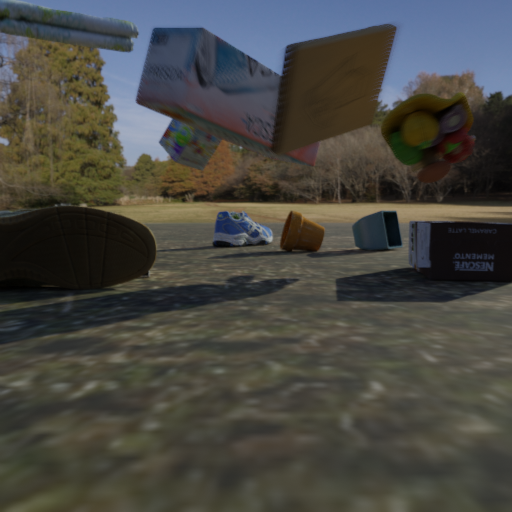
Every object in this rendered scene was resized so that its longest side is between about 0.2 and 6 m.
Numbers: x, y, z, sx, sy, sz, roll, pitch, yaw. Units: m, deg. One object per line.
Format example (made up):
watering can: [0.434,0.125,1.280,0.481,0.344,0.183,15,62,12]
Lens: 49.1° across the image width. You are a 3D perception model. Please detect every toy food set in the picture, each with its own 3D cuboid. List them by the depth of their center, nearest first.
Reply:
toy food set: [3.170,-1.908,9.825,1.477,0.820,2.511,-24,-24,24]

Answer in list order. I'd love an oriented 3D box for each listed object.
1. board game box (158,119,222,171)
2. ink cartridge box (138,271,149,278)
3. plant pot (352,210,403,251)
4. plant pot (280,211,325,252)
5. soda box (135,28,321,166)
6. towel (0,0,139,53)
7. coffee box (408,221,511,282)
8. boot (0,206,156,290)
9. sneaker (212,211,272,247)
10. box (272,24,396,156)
board game box: [-1.457,-3.307,14.245,1.001,1.909,0.983,10,32,-50]
ink cartridge box: [-1.903,0.141,7.955,0.679,0.266,1.434,-1,2,-15]
plant pot: [2.771,-0.537,13.076,0.905,0.889,0.886,-11,-3,36]
plant pot: [1.051,-0.471,12.498,0.824,0.900,0.900,16,3,-6]
soda box: [-0.286,-3.433,12.747,1.535,1.651,4.827,18,5,37]
towel: [-2.983,-3.508,8.469,2.098,0.505,1.796,-1,21,-27]
coffee box: [2.787,-0.115,7.818,1.068,0.744,1.868,1,4,8]
boot: [-2.620,-0.124,6.964,2.610,0.950,2.029,-5,6,-14]
sneaker: [-0.269,-0.715,14.729,0.891,0.907,2.354,0,3,29]
box: [1.427,-3.060,10.328,2.504,2.047,0.266,-24,51,-31]
